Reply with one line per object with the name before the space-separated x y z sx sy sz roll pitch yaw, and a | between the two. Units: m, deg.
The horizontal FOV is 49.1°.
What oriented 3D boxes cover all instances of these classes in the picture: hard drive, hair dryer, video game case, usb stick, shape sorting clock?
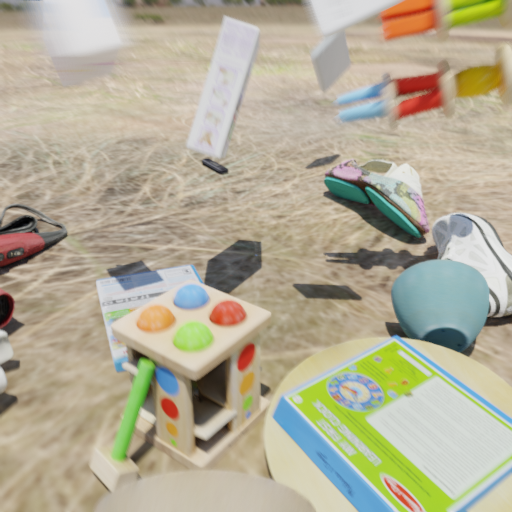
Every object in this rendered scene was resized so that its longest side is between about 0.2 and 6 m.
hard drive | 1.537 -3.993 11.424 0.838 1.271 0.167 -46 68 -1
hard drive | 0.924 -2.437 5.102 0.840 0.554 0.112 -19 1 22
hair dryer | -4.052 -0.091 7.862 2.904 1.036 3.813 -11 30 -23
video game case | -1.245 0.714 7.224 1.399 0.174 1.954 -9 28 -18
usb stick | -0.928 -2.004 12.537 0.253 0.149 0.914 -11 29 -31
shape sorting clock | 1.308 1.637 5.067 2.479 0.486 2.479 0 32 0

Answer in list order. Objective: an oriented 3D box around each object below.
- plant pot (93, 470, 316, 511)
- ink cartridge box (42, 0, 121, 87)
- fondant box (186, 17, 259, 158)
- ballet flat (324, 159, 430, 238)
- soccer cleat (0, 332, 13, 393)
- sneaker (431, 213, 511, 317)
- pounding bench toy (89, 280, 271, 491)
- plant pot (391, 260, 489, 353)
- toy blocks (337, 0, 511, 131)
plant pot | -0.320 2.274 3.090 1.463 1.463 1.562 0 42 0
ink cartridge box | -1.836 -2.221 5.836 0.581 0.596 0.928 -23 4 -21
fondant box | -0.372 -1.922 6.639 0.429 1.472 1.062 17 10 -3
ballet flat | 2.266 -1.243 10.014 0.991 0.963 2.785 -45 34 -3
soccer cleat | -2.951 1.388 5.161 1.032 0.835 2.391 -6 27 -6
sneaker | 2.672 0.055 7.737 1.317 0.864 2.290 -3 29 -10
pounding bench toy | -0.777 1.147 5.099 1.063 1.335 1.712 19 33 32
plant pot | 2.118 0.700 6.406 1.108 1.108 0.746 4 43 8
toy blocks | 1.878 -2.315 6.510 2.015 1.679 0.732 -9 40 14
